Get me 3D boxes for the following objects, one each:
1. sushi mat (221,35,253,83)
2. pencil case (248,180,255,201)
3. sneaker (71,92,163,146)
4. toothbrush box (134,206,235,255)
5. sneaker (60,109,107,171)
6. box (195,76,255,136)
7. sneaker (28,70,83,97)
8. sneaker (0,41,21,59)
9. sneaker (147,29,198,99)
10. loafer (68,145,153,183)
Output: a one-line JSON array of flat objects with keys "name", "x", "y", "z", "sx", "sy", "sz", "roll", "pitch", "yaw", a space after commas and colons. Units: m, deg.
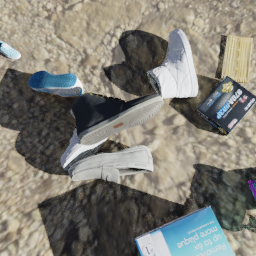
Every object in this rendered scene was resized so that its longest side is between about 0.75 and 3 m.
[{"name": "sushi mat", "x": 3.787, "y": -2.417, "z": 9.723, "sx": 0.914, "sy": 0.116, "sz": 1.911, "roll": 13, "pitch": 70, "yaw": 5}, {"name": "pencil case", "x": 3.780, "y": 2.166, "z": 7.472, "sx": 0.744, "sy": 0.685, "sz": 1.609, "roll": 1, "pitch": 58, "yaw": -10}, {"name": "sneaker", "x": -0.376, "y": -0.630, "z": 7.660, "sx": 2.496, "sy": 0.934, "sz": 1.326, "roll": -24, "pitch": 64, "yaw": 1}, {"name": "toothbrush box", "x": 1.614, "y": 3.666, "z": 6.813, "sx": 2.064, "sy": 1.202, "sz": 2.819, "roll": -20, "pitch": 72, "yaw": -7}, {"name": "sneaker", "x": -1.392, "y": 0.052, "z": 8.482, "sx": 1.387, "sy": 0.884, "sz": 2.400, "roll": 36, "pitch": 74, "yaw": 25}, {"name": "box", "x": 3.137, "y": -0.723, "z": 8.928, "sx": 1.276, "sy": 0.369, "sz": 1.605, "roll": 42, "pitch": 75, "yaw": 14}, {"name": "sneaker", "x": -2.340, "y": -1.343, "z": 8.966, "sx": 1.885, "sy": 0.761, "sz": 0.721, "roll": 10, "pitch": 69, "yaw": 21}, {"name": "sneaker", "x": -4.195, "y": -2.711, "z": 9.680, "sx": 1.000, "sy": 0.410, "sz": 0.370, "roll": 26, "pitch": 72, "yaw": 10}, {"name": "sneaker", "x": 1.306, "y": -2.133, "z": 9.191, "sx": 1.441, "sy": 0.919, "sz": 2.493, "roll": -7, "pitch": 70, "yaw": -6}, {"name": "loafer", "x": -0.461, "y": 1.153, "z": 7.971, "sx": 2.425, "sy": 0.848, "sz": 0.846, "roll": -14, "pitch": 62, "yaw": -6}]
